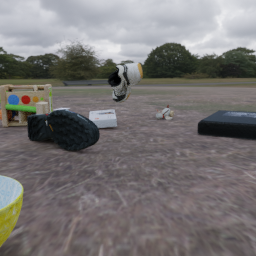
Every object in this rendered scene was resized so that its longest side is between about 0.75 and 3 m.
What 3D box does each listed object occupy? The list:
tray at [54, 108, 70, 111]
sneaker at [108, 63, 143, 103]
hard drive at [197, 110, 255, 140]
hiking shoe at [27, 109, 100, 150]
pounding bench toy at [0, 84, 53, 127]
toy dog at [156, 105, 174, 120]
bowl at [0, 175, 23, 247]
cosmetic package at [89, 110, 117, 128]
[{"bbox_3d":[-3.296,-0.901,13.949,0.491,0.101,0.915,4,11,14],"label":"tray"},{"bbox_3d":[-0.312,-1.559,9.618,0.936,0.807,2.134,-5,-22,-23],"label":"sneaker"},{"bbox_3d":[3.533,-0.163,8.892,1.949,0.459,2.793,6,12,28],"label":"hard drive"},{"bbox_3d":[-1.493,-0.071,7.039,2.556,0.951,1.108,9,15,41],"label":"hiking shoe"},{"bbox_3d":[-3.559,-0.759,9.578,1.752,1.395,2.246,-2,11,-11],"label":"pounding bench toy"},{"bbox_3d":[1.517,-0.681,11.555,0.721,0.526,1.093,2,11,12],"label":"toy dog"},{"bbox_3d":[-1.557,0.914,2.384,1.280,0.689,1.280,0,8,0],"label":"bowl"},{"bbox_3d":[-0.859,-0.319,9.506,0.893,0.306,1.184,-7,19,-4],"label":"cosmetic package"}]
